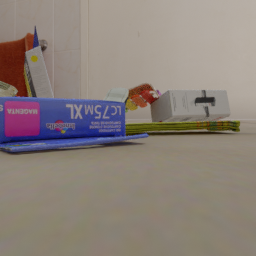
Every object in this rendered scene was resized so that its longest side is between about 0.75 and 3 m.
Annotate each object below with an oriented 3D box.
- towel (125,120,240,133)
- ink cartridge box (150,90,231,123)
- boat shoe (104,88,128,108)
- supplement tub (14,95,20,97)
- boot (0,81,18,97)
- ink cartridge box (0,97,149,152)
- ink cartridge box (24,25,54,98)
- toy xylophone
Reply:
[{"bbox_3d":[0.711,0.018,5.146,2.469,0.223,1.062,-2,-3,-17],"label":"towel"},{"bbox_3d":[1.868,-0.588,8.598,1.976,0.827,1.425,-1,-10,-19],"label":"ink cartridge box"},{"bbox_3d":[-0.474,-0.433,7.313,0.791,0.654,2.114,5,29,9],"label":"boat shoe"},{"bbox_3d":[-3.538,-0.586,8.703,1.408,0.863,0.863,21,9,20],"label":"supplement tub"},{"bbox_3d":[-2.761,-0.531,6.468,1.083,0.837,0.390,34,-26,-15],"label":"boot"},{"bbox_3d":[-1.171,-0.089,3.619,1.567,0.551,2.626,-2,5,-40],"label":"ink cartridge box"},{"bbox_3d":[-3.269,-1.653,9.940,0.683,2.908,2.873,-16,3,-21],"label":"ink cartridge box"},{"bbox_3d":[0.153,-0.829,9.146,2.094,0.526,1.533,-23,-17,22],"label":"toy xylophone"}]
